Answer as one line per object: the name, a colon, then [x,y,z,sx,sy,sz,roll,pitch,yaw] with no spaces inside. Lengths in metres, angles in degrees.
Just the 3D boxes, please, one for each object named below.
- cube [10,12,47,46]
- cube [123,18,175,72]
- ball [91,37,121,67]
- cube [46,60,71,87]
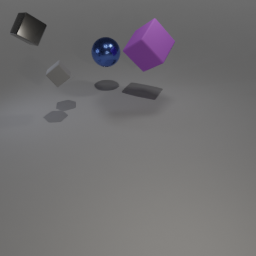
cube: [-2.989,-2.955,8.390,0.700,0.700,0.700,22,2,-42]
cube: [0.918,-3.586,12.279,1.400,1.400,1.400,-11,44,54]
ball: [-1.061,-3.642,13.473,1.400,1.400,1.400,0,31,0]
cube: [-2.863,-2.242,11.543,0.700,0.700,0.700,-36,28,10]
